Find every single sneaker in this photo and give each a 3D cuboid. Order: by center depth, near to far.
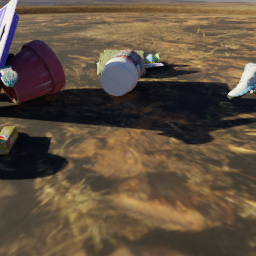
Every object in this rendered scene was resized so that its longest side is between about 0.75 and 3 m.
[{"bbox_3d":[2.695,-1.117,6.246,1.285,0.557,0.482,-33,-3,-5],"label":"sneaker"},{"bbox_3d":[-2.859,-1.166,6.824,0.379,0.446,0.978,-19,39,-17],"label":"sneaker"}]

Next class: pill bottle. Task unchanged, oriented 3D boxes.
[{"bbox_3d":[-0.185,-2.031,10.266,1.300,1.300,2.244,5,27,10],"label":"pill bottle"}]

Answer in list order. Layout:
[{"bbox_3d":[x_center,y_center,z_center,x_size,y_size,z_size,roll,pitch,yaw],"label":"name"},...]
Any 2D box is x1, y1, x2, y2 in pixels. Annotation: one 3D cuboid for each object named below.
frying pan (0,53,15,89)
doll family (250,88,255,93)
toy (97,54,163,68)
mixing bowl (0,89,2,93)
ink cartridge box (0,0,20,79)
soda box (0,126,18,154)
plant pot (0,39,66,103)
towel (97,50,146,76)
[{"bbox_3d":[-4.241,-1.493,9.153,0.344,2.113,1.278,24,-2,-7],"label":"frying pan"},{"bbox_3d":[4.635,-1.400,10.176,0.514,0.373,0.829,-11,10,-6],"label":"doll family"},{"bbox_3d":[0.048,-3.317,13.510,2.997,0.707,1.726,-5,26,-9],"label":"toy"},{"bbox_3d":[-4.720,-1.561,9.758,0.619,1.144,1.144,11,22,-21],"label":"mixing bowl"},{"bbox_3d":[-4.168,-2.219,8.379,2.928,0.635,2.901,-17,58,33],"label":"ink cartridge box"},{"bbox_3d":[-2.940,0.275,6.768,0.290,0.307,0.906,-3,27,-5],"label":"soda box"},{"bbox_3d":[-3.317,-1.753,9.382,1.870,1.870,1.674,24,51,39],"label":"plant pot"},{"bbox_3d":[-0.268,-2.861,12.385,2.133,0.389,1.582,1,53,7],"label":"towel"}]
